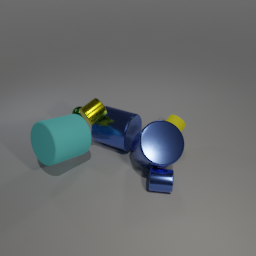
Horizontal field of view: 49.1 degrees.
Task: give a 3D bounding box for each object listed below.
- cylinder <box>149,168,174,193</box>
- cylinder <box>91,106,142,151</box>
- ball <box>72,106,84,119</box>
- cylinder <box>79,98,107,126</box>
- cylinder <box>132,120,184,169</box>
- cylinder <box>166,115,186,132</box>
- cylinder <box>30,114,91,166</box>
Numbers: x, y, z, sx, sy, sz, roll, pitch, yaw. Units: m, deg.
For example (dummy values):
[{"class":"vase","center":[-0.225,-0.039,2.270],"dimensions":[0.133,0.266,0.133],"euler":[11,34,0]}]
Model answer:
[{"class":"cylinder","center":[1.007,1.582,8.507],"dimensions":[0.700,0.700,0.700],"euler":[4,32,7]},{"class":"cylinder","center":[-0.404,0.004,10.351],"dimensions":[1.400,1.400,1.400],"euler":[17,36,25]},{"class":"ball","center":[-2.046,-0.577,11.962],"dimensions":[0.700,0.700,0.700],"euler":[0,32,0]},{"class":"cylinder","center":[-1.191,-0.556,9.606],"dimensions":[0.700,0.700,0.700],"euler":[-39,45,-16]},{"class":"cylinder","center":[0.912,0.576,8.965],"dimensions":[1.400,1.400,1.400],"euler":[-7,-11,-10]},{"class":"cylinder","center":[1.623,-0.009,10.216],"dimensions":[0.700,0.700,0.700],"euler":[26,68,35]},{"class":"cylinder","center":[-2.145,0.347,9.000],"dimensions":[1.400,1.400,1.400],"euler":[25,28,34]}]
